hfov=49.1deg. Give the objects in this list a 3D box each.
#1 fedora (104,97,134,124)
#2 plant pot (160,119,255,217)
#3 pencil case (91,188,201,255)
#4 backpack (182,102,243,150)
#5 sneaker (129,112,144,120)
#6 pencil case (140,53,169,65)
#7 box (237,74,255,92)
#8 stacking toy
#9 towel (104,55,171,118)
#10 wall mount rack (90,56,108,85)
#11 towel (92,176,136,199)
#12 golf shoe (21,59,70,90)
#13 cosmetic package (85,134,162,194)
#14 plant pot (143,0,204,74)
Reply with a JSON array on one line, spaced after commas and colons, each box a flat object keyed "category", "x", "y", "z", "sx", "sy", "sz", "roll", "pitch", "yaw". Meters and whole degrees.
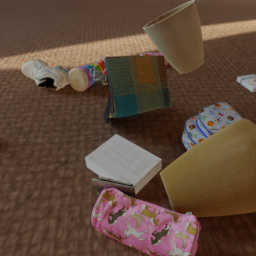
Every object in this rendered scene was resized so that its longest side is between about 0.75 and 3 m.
[{"category": "fedora", "x": -0.129, "y": -1.366, "z": 11.401, "sx": 1.240, "sy": 2.715, "sz": 2.715, "roll": 13, "pitch": 36, "yaw": -6}, {"category": "plant pot", "x": 2.392, "y": 1.387, "z": 7.881, "sx": 2.751, "sy": 2.563, "sz": 2.563, "roll": -19, "pitch": 37, "yaw": 2}, {"category": "pencil case", "x": 0.416, "y": 2.475, "z": 7.221, "sx": 2.808, "sy": 1.162, "sz": 1.215, "roll": 14, "pitch": 38, "yaw": 20}, {"category": "backpack", "x": 3.055, "y": 0.227, "z": 9.952, "sx": 2.109, "sy": 1.706, "sz": 2.214, "roll": -22, "pitch": 46, "yaw": -10}, {"category": "sneaker", "x": 0.578, "y": -1.142, "z": 12.408, "sx": 0.716, "sy": 0.855, "sz": 1.932, "roll": 24, "pitch": 51, "yaw": 28}, {"category": "pencil case", "x": 1.578, "y": -4.109, "z": 16.700, "sx": 1.731, "sy": 0.757, "sz": 0.757, "roll": -2, "pitch": 36, "yaw": -4}, {"category": "box", "x": 6.544, "y": -2.354, "z": 14.629, "sx": 1.069, "sy": 0.282, "sz": 1.371, "roll": -10, "pitch": 38, "yaw": -13}, {"category": "stacking toy", "x": -1.808, "y": -2.910, "z": 14.869, "sx": 1.202, "sy": 1.202, "sz": 2.815, "roll": 20, "pitch": 34, "yaw": 25}, {"category": "towel", "x": 0.445, "y": -1.657, "z": 10.684, "sx": 2.975, "sy": 2.182, "sz": 0.323, "roll": -15, "pitch": 10, "yaw": -39}, {"category": "wall mount rack", "x": -1.009, "y": -2.220, "z": 10.902, "sx": 0.400, "sy": 0.931, "sz": 1.072, "roll": -1, "pitch": -8, "yaw": 30}, {"category": "towel", "x": -0.384, "y": 1.782, "z": 8.160, "sx": 1.242, "sy": 1.196, "sz": 0.215, "roll": 8, "pitch": 57, "yaw": 10}, {"category": "golf shoe", "x": -4.483, "y": -2.696, "z": 14.452, "sx": 2.961, "sy": 1.159, "sz": 1.440, "roll": 13, "pitch": 43, "yaw": 19}, {"category": "cosmetic package", "x": -0.155, "y": 1.190, "z": 9.437, "sx": 2.083, "sy": 0.538, "sz": 1.570, "roll": 28, "pitch": 46, "yaw": 31}, {"category": "plant pot", "x": 2.213, "y": -3.646, "z": 11.797, "sx": 2.293, "sy": 2.449, "sz": 2.293, "roll": -27, "pitch": 21, "yaw": 11}]
